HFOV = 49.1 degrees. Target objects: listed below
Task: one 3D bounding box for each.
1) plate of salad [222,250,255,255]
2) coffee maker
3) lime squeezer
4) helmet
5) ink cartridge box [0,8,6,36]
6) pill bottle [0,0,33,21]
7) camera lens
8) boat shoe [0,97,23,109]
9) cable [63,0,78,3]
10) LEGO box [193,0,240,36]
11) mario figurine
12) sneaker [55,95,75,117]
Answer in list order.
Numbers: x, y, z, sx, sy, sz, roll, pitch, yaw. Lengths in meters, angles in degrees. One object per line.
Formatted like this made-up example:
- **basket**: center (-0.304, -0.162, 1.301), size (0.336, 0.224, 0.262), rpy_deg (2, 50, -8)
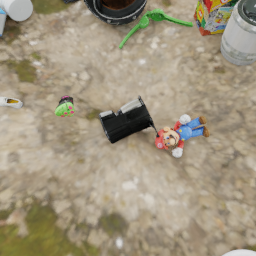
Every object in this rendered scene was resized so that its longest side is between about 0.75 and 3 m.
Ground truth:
- **plate of salad**: center (2.660, 3.858, 6.075), size (2.231, 0.536, 2.231), rpy_deg (5, 60, -9)
- **coffee maker**: center (-0.019, -0.112, 7.666), size (1.313, 0.884, 1.261), rpy_deg (-25, 44, 0)
- **lime squeezer**: center (0.811, -3.563, 9.735), size (2.776, 0.524, 0.980), rpy_deg (-20, 97, -11)
- **helmet**: center (-0.465, -4.611, 9.149), size (2.406, 2.293, 2.406), rpy_deg (-13, 51, 17)
- **ink cartridge box**: center (-5.169, -3.884, 9.115), size (1.993, 0.834, 1.446), rpy_deg (43, 35, 25)
- **pill bottle**: center (-4.230, -4.740, 9.805), size (1.178, 1.178, 2.123), rpy_deg (-33, 68, -15)
- **camera lens**: center (3.753, -2.993, 8.639), size (1.421, 1.777, 1.421), rpy_deg (0, 65, 0)
- **boat shoe**: center (-3.614, -0.808, 8.420), size (0.862, 0.301, 0.305), rpy_deg (14, 65, 6)
- **cable**: center (-2.096, -5.080, 10.522), size (1.017, 0.258, 0.830), rpy_deg (-38, 65, -14)
- **LEGO box**: center (3.765, -4.288, 9.119), size (2.727, 2.031, 1.052), rpy_deg (-11, 65, -5)
- **mario figurine**: center (1.465, 0.225, 7.583), size (1.495, 0.792, 0.923), rpy_deg (-21, 71, 3)
- **sneaker**: center (-1.460, -0.520, 6.448), size (0.451, 1.176, 0.493), rpy_deg (-4, 89, -15)
